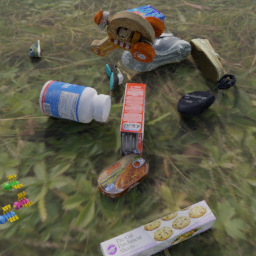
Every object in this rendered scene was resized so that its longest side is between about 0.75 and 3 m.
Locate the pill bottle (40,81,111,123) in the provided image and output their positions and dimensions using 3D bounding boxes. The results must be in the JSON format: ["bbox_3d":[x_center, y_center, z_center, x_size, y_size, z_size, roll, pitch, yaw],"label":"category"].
[{"bbox_3d":[-1.522,-0.735,8.306,1.896,1.064,1.064,12,48,9],"label":"pill bottle"}]

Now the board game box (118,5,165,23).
[{"bbox_3d":[0.569,-5.000,12.740,1.760,0.396,1.339,-23,51,-20],"label":"board game box"}]

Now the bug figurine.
[{"bbox_3d":[-2.202,1.272,5.065,0.985,0.253,0.764,50,33,18],"label":"bug figurine"}]

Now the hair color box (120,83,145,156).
[{"bbox_3d":[0.162,-0.247,7.849,0.612,1.062,1.914,4,48,4],"label":"hair color box"}]

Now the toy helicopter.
[{"bbox_3d":[-0.346,-2.150,6.651,2.273,1.503,0.897,-2,65,57],"label":"toy helicopter"}]

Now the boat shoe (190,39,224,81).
[{"bbox_3d":[2.959,-2.560,10.134,0.762,0.884,2.423,-13,39,-3],"label":"boat shoe"}]

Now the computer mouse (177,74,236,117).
[{"bbox_3d":[2.642,-1.061,9.099,2.981,0.507,0.874,-31,33,-31],"label":"computer mouse"}]

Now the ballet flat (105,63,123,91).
[{"bbox_3d":[-0.443,-1.810,9.729,0.495,0.492,1.446,-1,46,-16],"label":"ballet flat"}]

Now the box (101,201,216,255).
[{"bbox_3d":[0.668,2.256,5.903,2.472,0.478,0.512,-17,49,-15],"label":"box"}]

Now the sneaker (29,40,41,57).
[{"bbox_3d":[-3.688,-3.148,11.040,0.458,0.342,1.021,-7,50,-13],"label":"sneaker"}]

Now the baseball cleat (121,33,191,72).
[{"bbox_3d":[0.900,-2.849,10.481,2.886,1.007,1.536,-11,41,-23],"label":"baseball cleat"}]

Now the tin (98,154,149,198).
[{"bbox_3d":[-0.110,1.182,7.063,1.423,0.298,0.797,-31,58,-25],"label":"tin"}]
